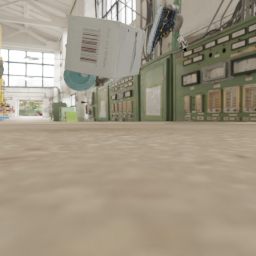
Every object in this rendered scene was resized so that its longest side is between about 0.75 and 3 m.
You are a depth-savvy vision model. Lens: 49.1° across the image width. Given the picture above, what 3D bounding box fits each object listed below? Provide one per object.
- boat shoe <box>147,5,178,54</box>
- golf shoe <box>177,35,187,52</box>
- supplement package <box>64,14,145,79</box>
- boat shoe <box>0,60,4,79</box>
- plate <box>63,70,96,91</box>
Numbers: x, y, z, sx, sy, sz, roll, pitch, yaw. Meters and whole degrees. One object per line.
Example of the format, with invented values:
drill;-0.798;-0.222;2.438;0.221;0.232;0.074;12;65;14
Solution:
boat shoe;1.324;-3.760;10.992;0.840;1.851;0.655;15;20;-3
golf shoe;2.359;-3.614;12.035;0.310;0.797;0.377;-32;40;8
supplement package;-0.618;-2.532;8.928;1.590;1.585;2.711;13;17;15
boat shoe;-4.598;-2.077;7.461;0.796;0.998;2.640;17;-13;35
plate;-2.108;-2.296;12.190;1.415;1.415;0.181;0;-14;-9
